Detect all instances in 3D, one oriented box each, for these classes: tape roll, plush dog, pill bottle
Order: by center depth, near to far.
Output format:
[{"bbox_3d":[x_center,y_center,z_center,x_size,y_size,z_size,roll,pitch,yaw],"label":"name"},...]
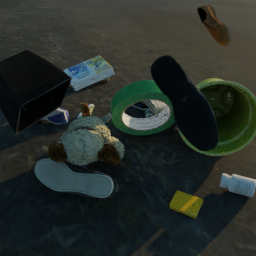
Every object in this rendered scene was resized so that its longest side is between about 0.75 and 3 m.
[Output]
[{"bbox_3d":[3.328,1.713,8.525,0.959,0.549,0.549,13,35,19],"label":"pill bottle"},{"bbox_3d":[-1.332,0.435,8.926,2.525,2.026,2.169,-1,21,-4],"label":"plush dog"},{"bbox_3d":[0.628,-0.658,10.190,2.496,2.496,0.600,-3,55,-5],"label":"tape roll"}]

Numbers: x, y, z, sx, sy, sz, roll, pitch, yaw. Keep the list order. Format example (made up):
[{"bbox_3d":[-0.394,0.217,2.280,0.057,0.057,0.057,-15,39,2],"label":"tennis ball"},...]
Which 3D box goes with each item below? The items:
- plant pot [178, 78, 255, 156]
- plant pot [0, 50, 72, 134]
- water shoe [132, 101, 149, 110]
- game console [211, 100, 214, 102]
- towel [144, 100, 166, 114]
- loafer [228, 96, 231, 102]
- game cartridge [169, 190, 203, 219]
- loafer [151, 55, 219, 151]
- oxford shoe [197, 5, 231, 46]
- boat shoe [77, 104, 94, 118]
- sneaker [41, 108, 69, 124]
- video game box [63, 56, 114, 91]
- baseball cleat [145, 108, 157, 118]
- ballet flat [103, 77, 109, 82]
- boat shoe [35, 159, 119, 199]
[{"bbox_3d":[3.296,-0.751,10.658,2.756,2.756,2.534,6,25,9],"label":"plant pot"},{"bbox_3d":[-3.097,-1.224,8.518,1.630,1.837,1.833,48,55,2],"label":"plant pot"},{"bbox_3d":[0.575,-1.088,13.028,0.868,0.343,0.310,15,36,21],"label":"water shoe"},{"bbox_3d":[3.316,-1.243,12.960,1.218,0.249,2.064,-25,29,-22],"label":"game console"},{"bbox_3d":[1.615,-1.155,12.520,1.671,0.435,2.521,3,23,-16],"label":"towel"},{"bbox_3d":[4.419,-0.659,11.964,0.746,0.852,2.372,-14,38,-13],"label":"loafer"},{"bbox_3d":[1.689,2.211,8.161,0.816,0.132,0.719,15,36,26],"label":"game cartridge"},{"bbox_3d":[1.524,-0.656,7.050,0.941,2.584,0.934,-25,4,22],"label":"loafer"},{"bbox_3d":[3.235,-3.917,10.795,0.680,0.681,1.908,-16,69,-35],"label":"oxford shoe"},{"bbox_3d":[-1.791,-0.649,12.398,0.348,0.404,1.123,28,49,13],"label":"boat shoe"},{"bbox_3d":[-3.467,-0.787,12.168,1.930,0.780,1.115,3,35,7],"label":"sneaker"},{"bbox_3d":[-2.208,-3.075,15.462,2.321,0.543,2.115,-26,41,-12],"label":"video game box"},{"bbox_3d":[1.300,-0.739,12.335,1.138,0.397,0.606,-9,60,-13],"label":"baseball cleat"},{"bbox_3d":[-1.496,-2.898,15.744,1.102,0.415,0.374,18,13,26],"label":"ballet flat"},{"bbox_3d":[-1.585,1.604,8.626,2.751,0.784,0.920,11,78,20],"label":"boat shoe"}]
